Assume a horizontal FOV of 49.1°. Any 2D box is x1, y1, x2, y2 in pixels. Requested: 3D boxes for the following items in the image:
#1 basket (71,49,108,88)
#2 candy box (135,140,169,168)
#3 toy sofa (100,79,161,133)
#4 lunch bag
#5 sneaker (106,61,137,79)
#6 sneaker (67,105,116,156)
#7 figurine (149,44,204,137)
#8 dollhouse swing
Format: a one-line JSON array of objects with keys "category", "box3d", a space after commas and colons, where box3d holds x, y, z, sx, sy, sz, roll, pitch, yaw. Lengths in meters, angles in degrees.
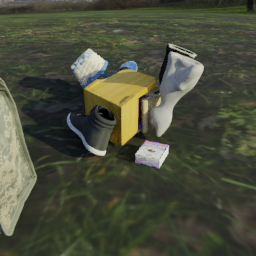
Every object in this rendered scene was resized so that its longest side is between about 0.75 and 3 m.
[{"category": "basket", "box3d": [-1.250, -2.067, 10.898, 1.820, 1.266, 1.604, 43, 20, -16]}, {"category": "candy box", "box3d": [0.599, 0.639, 6.951, 0.630, 0.269, 0.751, 12, 29, 21]}, {"category": "toy sofa", "box3d": [-0.159, -0.770, 8.744, 1.223, 1.038, 2.507, -20, 33, -33]}, {"category": "lunch bag", "box3d": [-3.044, 0.344, 4.561, 2.321, 2.830, 1.664, 3, 38, 4]}, {"category": "sneaker", "box3d": [-0.043, -2.117, 10.959, 1.887, 0.724, 1.050, -39, 21, -34]}, {"category": "sneaker", "box3d": [-0.945, -0.211, 7.437, 0.739, 1.037, 2.091, 18, 15, -37]}, {"category": "figurine", "box3d": [1.206, -1.067, 8.120, 0.992, 2.249, 2.305, 20, 25, -3]}, {"category": "dollhouse swing", "box3d": [-0.152, -0.676, 8.049, 1.525, 1.577, 1.735, -22, 35, -35]}]
